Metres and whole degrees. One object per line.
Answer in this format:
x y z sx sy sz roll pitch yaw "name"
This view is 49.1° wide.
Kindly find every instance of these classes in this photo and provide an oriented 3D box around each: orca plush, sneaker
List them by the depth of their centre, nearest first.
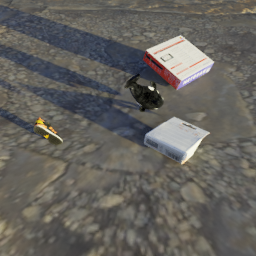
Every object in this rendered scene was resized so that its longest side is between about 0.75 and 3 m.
-1.931 0.072 6.960 0.317 0.905 0.407 -22 48 23 "sneaker"
0.639 -0.888 7.552 0.617 1.737 0.914 25 76 34 "orca plush"

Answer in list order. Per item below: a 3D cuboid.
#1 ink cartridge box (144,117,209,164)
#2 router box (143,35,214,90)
1.273 0.264 7.266 1.159 0.358 1.429 27 34 30 "ink cartridge box"
1.766 -2.338 9.773 1.875 0.458 1.683 -30 67 -31 "router box"
